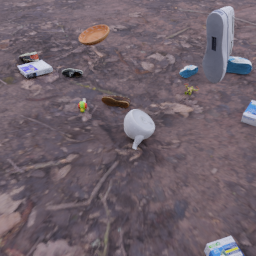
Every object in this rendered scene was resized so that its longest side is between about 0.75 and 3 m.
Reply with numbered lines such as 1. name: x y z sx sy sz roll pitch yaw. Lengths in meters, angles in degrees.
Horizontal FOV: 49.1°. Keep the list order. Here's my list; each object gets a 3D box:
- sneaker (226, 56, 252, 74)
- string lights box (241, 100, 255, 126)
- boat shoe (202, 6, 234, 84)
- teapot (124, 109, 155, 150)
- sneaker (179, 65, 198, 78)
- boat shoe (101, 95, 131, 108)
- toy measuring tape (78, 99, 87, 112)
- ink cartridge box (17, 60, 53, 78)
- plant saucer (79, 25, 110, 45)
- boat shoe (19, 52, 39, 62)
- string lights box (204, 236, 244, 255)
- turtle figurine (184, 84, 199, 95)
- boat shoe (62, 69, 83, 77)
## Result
1. sneaker: 5.604 -3.522 15.317 2.198 0.841 0.888 19 35 11
2. string lights box: 5.412 -0.646 11.980 0.688 0.395 1.339 24 44 27
3. boat shoe: 3.332 -2.858 9.935 0.896 2.743 1.009 -32 50 -22
4. teapot: 0.315 -0.025 10.815 1.315 0.973 1.332 47 33 9
5. sneaker: 3.149 -3.020 14.923 1.287 0.493 0.520 -21 37 -34
6. boat shoe: -0.528 -1.244 12.698 1.307 0.460 0.460 14 45 5
7. toy measuring tape: -2.022 -1.116 12.578 0.416 0.416 1.131 -1 39 -2
8. ink cartridge box: -5.054 -3.216 15.204 1.463 0.320 1.476 -23 39 -28
9. plant saucer: -1.134 -3.142 9.539 1.103 0.206 1.103 -11 46 11
10. boat shoe: -5.706 -4.026 16.082 1.561 0.488 0.555 4 34 35
11. string lights box: 2.582 3.476 6.820 0.753 0.432 1.465 -12 40 -15
12. turtle figurine: 2.984 -1.843 13.587 0.800 0.258 0.645 26 53 20
13. boat shoe: -2.950 -2.880 14.755 1.116 0.401 0.377 2 34 0
